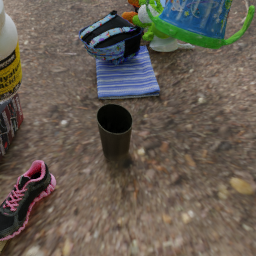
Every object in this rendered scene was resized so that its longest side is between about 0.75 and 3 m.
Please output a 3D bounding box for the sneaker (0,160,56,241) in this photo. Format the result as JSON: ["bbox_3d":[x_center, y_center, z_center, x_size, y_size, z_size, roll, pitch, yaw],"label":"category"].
[{"bbox_3d":[-2.205,1.380,5.752,0.725,0.876,1.836,17,42,13],"label":"sneaker"}]

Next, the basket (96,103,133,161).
[{"bbox_3d":[-0.313,0.181,6.822,0.808,1.188,1.071,-17,48,-16],"label":"basket"}]

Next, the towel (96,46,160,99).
[{"bbox_3d":[-0.089,-1.989,9.620,1.999,0.329,2.761,-5,45,-4],"label":"towel"}]

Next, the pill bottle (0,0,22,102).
[{"bbox_3d":[-2.741,-1.514,5.345,1.259,2.262,1.259,6,66,-14],"label":"pill bottle"}]

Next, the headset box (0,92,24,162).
[{"bbox_3d":[-3.852,-0.129,7.002,1.876,0.947,2.524,-3,30,-4],"label":"headset box"}]

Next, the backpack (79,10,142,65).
[{"bbox_3d":[-0.666,-2.964,9.635,1.857,1.249,1.695,-33,59,-24],"label":"backpack"}]

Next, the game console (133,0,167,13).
[{"bbox_3d":[0.897,-6.676,13.431,2.313,1.593,2.684,5,46,5],"label":"game console"}]

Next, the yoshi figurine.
[{"bbox_3d":[0.921,-4.165,10.587,2.872,1.614,1.608,36,77,30],"label":"yoshi figurine"}]

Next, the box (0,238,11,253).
[{"bbox_3d":[-2.824,2.002,5.754,1.072,0.114,0.876,10,45,11],"label":"box"}]

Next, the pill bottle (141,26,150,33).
[{"bbox_3d":[0.801,-4.185,11.743,0.438,0.438,0.780,-18,47,-17],"label":"pill bottle"}]

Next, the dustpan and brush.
[{"bbox_3d":[1.727,-3.270,10.888,1.727,0.494,1.206,-2,44,8],"label":"dustpan and brush"}]

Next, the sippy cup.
[{"bbox_3d":[1.846,-3.213,7.169,2.459,1.802,1.931,-1,35,-32],"label":"sippy cup"}]
